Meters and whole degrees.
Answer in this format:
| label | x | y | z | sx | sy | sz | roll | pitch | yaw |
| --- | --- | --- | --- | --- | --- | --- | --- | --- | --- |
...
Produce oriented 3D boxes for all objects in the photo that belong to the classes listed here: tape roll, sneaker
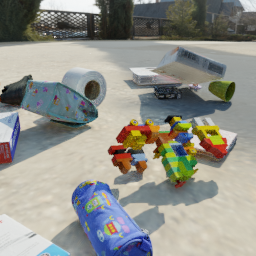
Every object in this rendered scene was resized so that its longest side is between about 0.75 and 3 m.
| label | x | y | z | sx | sy | sz | roll | pitch | yaw |
| --- | --- | --- | --- | --- | --- | --- | --- | --- | --- |
| tape roll | -1.719 | -1.559 | 10.974 | 1.046 | 1.524 | 1.524 | 19 | 28 | 41 |
| sneaker | -4.765 | -1.692 | 12.164 | 1.207 | 1.010 | 2.659 | -8 | 20 | -3 |

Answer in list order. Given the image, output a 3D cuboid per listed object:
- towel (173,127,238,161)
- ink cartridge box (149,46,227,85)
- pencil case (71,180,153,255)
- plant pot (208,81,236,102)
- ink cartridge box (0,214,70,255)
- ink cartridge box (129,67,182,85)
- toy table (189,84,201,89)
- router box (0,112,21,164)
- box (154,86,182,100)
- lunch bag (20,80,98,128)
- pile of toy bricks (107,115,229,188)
| label | x | y | z | sx | sy | sz | roll | pitch | yaw |
| --- | --- | --- | --- | --- | --- | --- | --- | --- | --- |
| towel | 2.108 | 0.347 | 7.853 | 1.547 | 0.261 | 1.620 | 15 | 26 | 31 |
| ink cartridge box | 2.610 | -2.730 | 12.820 | 2.423 | 0.749 | 2.988 | 16 | 1 | -18 |
| pencil case | -0.293 | 1.468 | 4.301 | 0.778 | 0.699 | 1.791 | -42 | 33 | -8 |
| plant pot | 3.970 | -1.673 | 12.052 | 0.877 | 0.877 | 0.937 | -20 | 34 | -41 |
| ink cartridge box | -1.584 | 1.826 | 3.572 | 1.415 | 0.608 | 1.036 | 13 | 24 | 32 |
| ink cartridge box | 1.539 | -2.989 | 15.915 | 2.626 | 0.587 | 2.314 | -4 | 21 | -12 |
| toy table | 3.453 | -2.297 | 14.341 | 0.711 | 0.453 | 0.774 | -16 | 28 | -35 |
| router box | -4.166 | 0.268 | 7.572 | 2.167 | 0.590 | 2.415 | -6 | 22 | -15 |
| box | 1.800 | -1.631 | 12.845 | 1.070 | 0.291 | 1.336 | -2 | 21 | -5 |
| lunch bag | -2.136 | -0.730 | 9.096 | 1.691 | 1.210 | 1.985 | 12 | -7 | 39 |
| pile of toy bricks | 0.963 | 0.647 | 6.104 | 2.703 | 1.499 | 1.334 | -1 | 53 | -35 |
